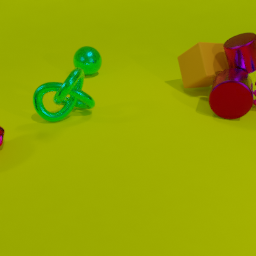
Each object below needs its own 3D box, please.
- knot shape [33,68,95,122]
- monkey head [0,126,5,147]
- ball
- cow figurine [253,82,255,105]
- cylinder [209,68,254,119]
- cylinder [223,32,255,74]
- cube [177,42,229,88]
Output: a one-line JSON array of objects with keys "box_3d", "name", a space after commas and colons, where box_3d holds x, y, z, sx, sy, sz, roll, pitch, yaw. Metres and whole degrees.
[{"box_3d": [-1.785, -0.815, 7.652, 1.590, 1.699, 0.785, -24, 64, -9], "name": "knot shape"}, {"box_3d": [-3.535, 0.074, 6.248, 1.325, 1.110, 1.841, 6, 44, 28], "name": "monkey head"}, {"box_3d": [-1.564, -2.599, 10.845, 1.113, 1.113, 1.113, 0, 30, 0], "name": "ball"}, {"box_3d": [4.431, -1.098, 8.280, 1.290, 0.720, 1.311, 5, 35, 26], "name": "cow figurine"}, {"box_3d": [2.976, -1.001, 8.063, 1.154, 1.154, 1.154, 10, 32, 17], "name": "cylinder"}, {"box_3d": [3.446, -2.218, 8.413, 0.939, 0.939, 0.939, -21, 31, 13], "name": "cylinder"}, {"box_3d": [2.532, -2.062, 9.330, 1.147, 1.147, 1.147, -7, -8, -28], "name": "cube"}]
